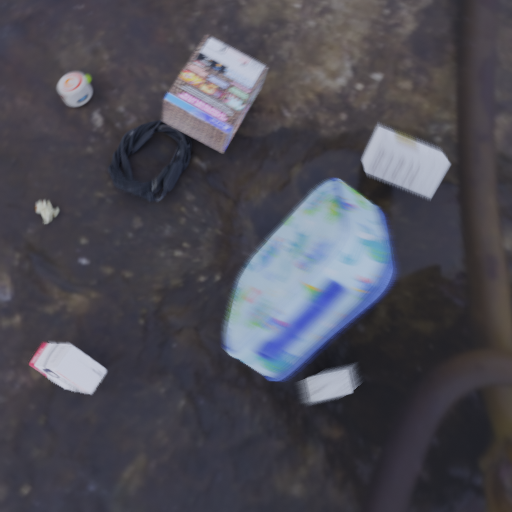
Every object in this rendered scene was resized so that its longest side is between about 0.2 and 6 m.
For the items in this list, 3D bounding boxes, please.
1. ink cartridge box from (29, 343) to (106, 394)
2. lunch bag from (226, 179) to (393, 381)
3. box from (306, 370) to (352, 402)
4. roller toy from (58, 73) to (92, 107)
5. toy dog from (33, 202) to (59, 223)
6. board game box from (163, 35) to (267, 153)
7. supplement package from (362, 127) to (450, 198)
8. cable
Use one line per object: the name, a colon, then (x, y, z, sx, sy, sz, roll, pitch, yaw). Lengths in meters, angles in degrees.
ink cartridge box: (-2.856, 1.689, 8.475, 0.729, 1.006, 0.424, 45, 57, -29)
lunch bag: (0.691, 0.376, 8.006, 1.103, 2.151, 2.676, 34, 117, -15)
box: (1.130, 2.021, 8.720, 0.565, 0.568, 0.371, -10, 76, -11)
roller toy: (-3.383, -3.091, 10.463, 0.594, 0.415, 0.542, 2, 65, 9)
toy dog: (-3.717, -0.797, 9.849, 0.372, 0.259, 0.360, 33, 111, 8)
board game box: (-0.732, -2.866, 9.954, 1.246, 0.757, 1.563, 29, 71, -2)
supplement package: (2.456, -1.561, 9.308, 1.197, 0.681, 0.656, 20, 116, -5)
cable: (-1.901, -1.779, 10.105, 1.317, 0.410, 1.614, 18, 72, 12)
